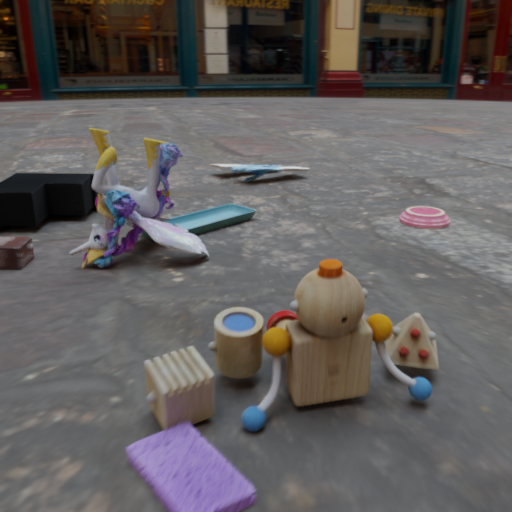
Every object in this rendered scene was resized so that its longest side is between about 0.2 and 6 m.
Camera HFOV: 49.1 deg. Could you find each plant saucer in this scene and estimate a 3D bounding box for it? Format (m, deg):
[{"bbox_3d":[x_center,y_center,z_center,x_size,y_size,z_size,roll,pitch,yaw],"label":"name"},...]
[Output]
[{"bbox_3d":[-1.190,-0.700,11.756,2.554,0.242,0.893,-20,28,-41],"label":"plant saucer"},{"bbox_3d":[3.649,-0.850,12.129,1.061,0.269,1.061,-1,20,0],"label":"plant saucer"}]

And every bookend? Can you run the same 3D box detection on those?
[{"bbox_3d":[-4.481,-1.141,12.013,1.937,0.892,1.925,0,21,-3],"label":"bookend"}]

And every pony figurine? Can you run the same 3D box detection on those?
[{"bbox_3d":[-2.028,-0.875,9.850,2.270,2.351,1.958,4,11,-35],"label":"pony figurine"}]

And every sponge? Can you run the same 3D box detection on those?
[{"bbox_3d":[-0.580,1.856,4.780,0.626,0.167,1.122,-13,24,-34],"label":"sponge"}]

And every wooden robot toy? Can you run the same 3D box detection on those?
[{"bbox_3d":[0.503,0.656,5.776,3.339,1.515,1.471,-6,30,-12],"label":"wooden robot toy"}]

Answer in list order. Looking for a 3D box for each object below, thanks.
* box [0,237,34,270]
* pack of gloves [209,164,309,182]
[{"bbox_3d":[-4.556,-0.054,9.680,1.194,0.447,0.598,-1,21,2],"label":"box"},{"bbox_3d":[0.057,-2.448,16.618,2.333,0.460,1.960,-5,12,-30],"label":"pack of gloves"}]
